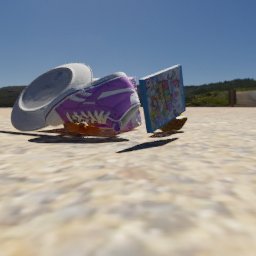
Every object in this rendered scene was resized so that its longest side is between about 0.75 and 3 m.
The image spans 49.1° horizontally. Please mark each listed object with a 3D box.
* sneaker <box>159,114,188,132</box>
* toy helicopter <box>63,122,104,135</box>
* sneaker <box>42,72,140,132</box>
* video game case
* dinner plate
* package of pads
[{"bbox_3d":[0.987,-0.302,7.638,0.729,0.606,1.617,38,16,30],"label":"sneaker"},{"bbox_3d":[-0.874,-0.165,7.102,1.652,0.651,1.092,-6,20,14],"label":"toy helicopter"},{"bbox_3d":[-0.818,-0.356,6.565,2.286,1.303,0.828,-26,-24,-2],"label":"sneaker"},{"bbox_3d":[0.826,-0.690,6.237,0.144,1.155,1.614,4,23,38],"label":"video game case"},{"bbox_3d":[-2.318,-1.061,8.164,2.798,0.339,2.798,-16,44,16],"label":"dinner plate"},{"bbox_3d":[-0.862,-0.762,8.731,2.548,1.535,0.964,4,20,31],"label":"package of pads"}]
